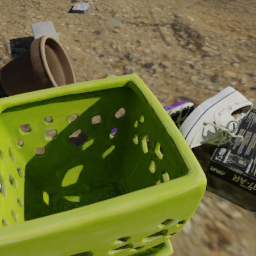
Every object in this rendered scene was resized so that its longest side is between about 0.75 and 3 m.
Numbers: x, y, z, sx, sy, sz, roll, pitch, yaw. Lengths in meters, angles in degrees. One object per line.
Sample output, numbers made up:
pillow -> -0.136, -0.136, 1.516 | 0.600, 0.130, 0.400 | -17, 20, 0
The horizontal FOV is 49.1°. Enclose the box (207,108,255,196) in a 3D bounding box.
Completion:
box -> 3.050, 0.512, 6.383 | 1.752, 0.476, 2.187 | 24, 50, 22

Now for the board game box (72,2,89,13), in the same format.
board game box -> -2.104, -5.342, 12.441 | 0.552, 0.140, 0.815 | 5, 45, 5

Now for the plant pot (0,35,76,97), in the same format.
plant pot -> -2.494, -1.405, 7.591 | 1.569, 1.799, 1.799 | -16, 44, 10

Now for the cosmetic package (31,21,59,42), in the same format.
cosmetic package -> -2.942, -3.196, 9.975 | 0.793, 0.670, 1.485 | -13, 44, -13

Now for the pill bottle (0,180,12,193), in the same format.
pill bottle -> -2.823, 1.186, 5.345 | 1.718, 1.027, 1.027 | 28, 51, 24

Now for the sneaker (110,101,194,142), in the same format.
sneaker -> 0.427, -0.237, 6.646 | 2.392, 0.965, 0.998 | -18, 55, -11

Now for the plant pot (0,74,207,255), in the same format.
plant pot -> -0.650, 0.956, 4.509 | 2.646, 2.401, 2.633 | -12, 42, -12

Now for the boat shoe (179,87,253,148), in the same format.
boat shoe -> 2.033, -0.047, 6.104 | 1.043, 0.904, 2.447 | 38, 47, 26
